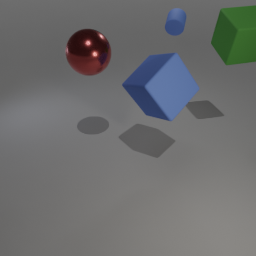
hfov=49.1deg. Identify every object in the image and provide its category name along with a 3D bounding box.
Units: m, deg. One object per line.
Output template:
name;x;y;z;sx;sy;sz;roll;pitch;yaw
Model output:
cube;0.972;-1.248;8.456;1.400;1.400;1.400;-48;28;-13
cube;3.940;-3.216;9.719;1.400;1.400;1.400;-9;51;-9
cylinder;1.761;-3.905;10.325;0.700;0.700;0.700;8;57;13
ball;-1.209;-2.315;8.613;1.400;1.400;1.400;0;31;0
